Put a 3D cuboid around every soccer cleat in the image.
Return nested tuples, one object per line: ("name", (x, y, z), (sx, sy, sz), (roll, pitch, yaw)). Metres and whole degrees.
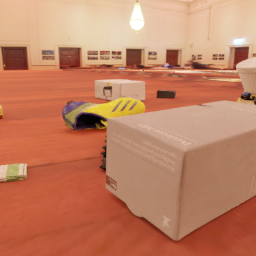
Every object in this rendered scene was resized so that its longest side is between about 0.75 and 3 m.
("soccer cleat", (-0.599, -0.335, 8.497), (2.747, 0.888, 1.149), (-5, 38, -29))

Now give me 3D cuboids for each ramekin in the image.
("ramekin", (4.743, -1.815, 9.264), (2.080, 0.968, 2.080), (-14, 18, 5))

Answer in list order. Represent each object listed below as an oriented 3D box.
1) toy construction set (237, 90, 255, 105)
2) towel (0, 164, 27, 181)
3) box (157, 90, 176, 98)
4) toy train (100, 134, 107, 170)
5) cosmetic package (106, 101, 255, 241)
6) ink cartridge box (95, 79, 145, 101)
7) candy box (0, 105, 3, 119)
("toy construction set", (4.905, -0.865, 9.509), (1.909, 1.341, 2.911), (-1, 3, -6))
("towel", (-2.300, 0.824, 5.064), (0.893, 0.104, 0.681), (-6, 15, -17))
("box", (1.996, -1.771, 14.588), (0.943, 0.372, 0.666), (4, 12, 13))
("toy train", (-0.256, 0.356, 6.264), (0.548, 0.408, 2.393), (3, 15, -1))
("cosmetic package", (1.233, 0.379, 4.452), (2.941, 1.326, 1.571), (-8, 20, -39))
("ink cartridge box", (-0.415, -1.905, 13.973), (1.628, 0.944, 2.206), (-11, 16, -38))
("candy box", (-4.981, -0.614, 10.037), (0.834, 0.404, 1.430), (-7, 17, -26))
